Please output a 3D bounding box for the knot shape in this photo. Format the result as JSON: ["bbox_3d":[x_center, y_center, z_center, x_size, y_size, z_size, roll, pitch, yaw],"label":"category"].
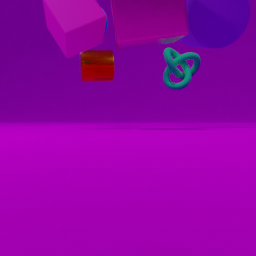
[{"bbox_3d":[1.865,-2.354,10.490,1.619,1.515,0.748,-44,12,-13],"label":"knot shape"}]

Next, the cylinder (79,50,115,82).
[{"bbox_3d":[-1.232,-2.432,10.988,1.240,1.240,1.240,-3,2,-13],"label":"cylinder"}]

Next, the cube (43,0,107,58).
[{"bbox_3d":[-1.016,-2.037,5.376,0.849,0.849,0.849,-30,-10,-18],"label":"cube"}]

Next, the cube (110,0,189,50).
[{"bbox_3d":[0.316,-2.167,5.090,1.218,1.218,1.218,-8,11,0],"label":"cube"}]

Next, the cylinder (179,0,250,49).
[{"bbox_3d":[1.879,-2.608,6.601,1.389,1.389,1.389,0,17,-6],"label":"cylinder"}]

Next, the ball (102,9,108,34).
[{"bbox_3d":[-1.018,-2.878,7.614,0.945,0.945,0.944,0,1,0],"label":"ball"}]
